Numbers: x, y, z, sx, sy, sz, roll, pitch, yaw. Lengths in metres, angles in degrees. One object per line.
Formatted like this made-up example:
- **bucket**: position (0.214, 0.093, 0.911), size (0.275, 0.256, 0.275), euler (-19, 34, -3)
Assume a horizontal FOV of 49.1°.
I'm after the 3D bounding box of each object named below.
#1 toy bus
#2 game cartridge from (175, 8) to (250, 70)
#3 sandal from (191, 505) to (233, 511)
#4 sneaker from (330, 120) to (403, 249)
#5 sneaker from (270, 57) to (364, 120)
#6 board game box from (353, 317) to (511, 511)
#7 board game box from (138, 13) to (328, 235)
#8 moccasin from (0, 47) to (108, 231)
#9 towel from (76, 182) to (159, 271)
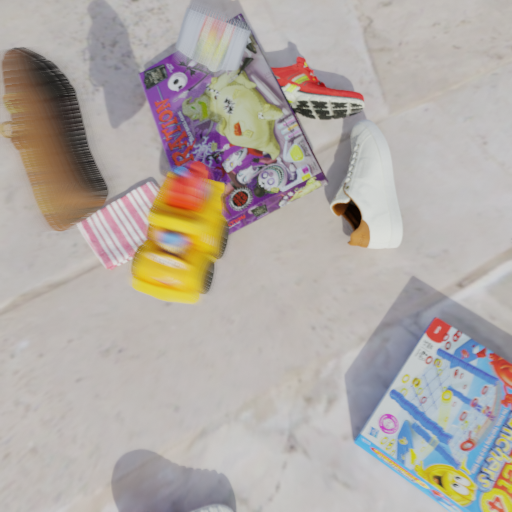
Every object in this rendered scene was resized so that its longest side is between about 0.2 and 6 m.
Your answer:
- **toy bus**: position (-1.128, -0.476, 8.558), size (1.262, 1.785, 1.859), euler (14, 48, 4)
- **game cartridge**: position (-0.895, -4.358, 11.455), size (1.383, 0.921, 0.283), euler (11, 28, -22)
- **sandal**: position (-1.370, 4.446, 8.873), size (2.134, 0.524, 0.868), euler (0, 76, -14)
- **sneaker**: position (2.143, -1.583, 11.725), size (1.292, 1.111, 3.052), euler (-4, 63, -5)
- **sneaker**: position (1.116, -3.927, 12.826), size (2.863, 1.102, 1.216), euler (12, 84, 6)
- **board game box**: position (3.492, 2.835, 9.559), size (2.595, 0.741, 2.651), euler (33, 67, 17)
- **board game box**: position (-0.679, -2.864, 12.168), size (2.870, 0.772, 4.782), euler (-29, 63, 13)
- **moccasin**: position (-3.411, -1.938, 9.029), size (1.274, 1.208, 3.302), euler (-33, 76, 26)
- **towel**: position (-2.622, -0.678, 11.721), size (1.900, 0.284, 1.390), euler (-32, 67, -16)
